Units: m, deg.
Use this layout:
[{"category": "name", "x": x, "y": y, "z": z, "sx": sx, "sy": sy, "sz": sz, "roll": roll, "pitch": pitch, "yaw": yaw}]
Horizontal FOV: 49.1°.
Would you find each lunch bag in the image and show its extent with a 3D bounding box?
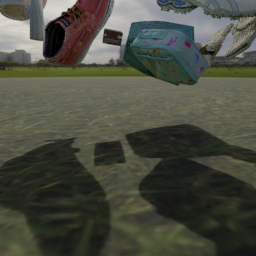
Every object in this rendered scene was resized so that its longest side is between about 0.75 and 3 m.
[{"category": "lunch bag", "x": 0.941, "y": -1.812, "z": 7.085, "sx": 1.519, "sy": 0.730, "sz": 1.894, "roll": 37, "pitch": -6, "yaw": -34}]

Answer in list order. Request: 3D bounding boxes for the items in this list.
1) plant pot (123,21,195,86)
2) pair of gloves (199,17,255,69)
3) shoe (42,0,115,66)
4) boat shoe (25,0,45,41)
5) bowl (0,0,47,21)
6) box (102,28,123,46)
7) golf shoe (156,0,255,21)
[{"category": "plant pot", "x": 1.068, "y": -2.922, "z": 10.435, "sx": 2.319, "sy": 1.638, "sz": 1.639, "roll": 12, "pitch": 54, "yaw": -6}, {"category": "pair of gloves", "x": 2.928, "y": -2.703, "z": 8.204, "sx": 2.310, "sy": 0.476, "sz": 2.717, "roll": -52, "pitch": 14, "yaw": -19}, {"category": "shoe", "x": -1.498, "y": -3.206, "z": 8.397, "sx": 1.058, "sy": 2.962, "sz": 1.347, "roll": 38, "pitch": 22, "yaw": 13}, {"category": "boat shoe", "x": -2.193, "y": -2.643, "z": 6.519, "sx": 0.410, "sy": 1.196, "sz": 0.431, "roll": -1, "pitch": 34, "yaw": -7}, {"category": "bowl", "x": -3.380, "y": -3.927, "z": 8.519, "sx": 2.049, "sy": 0.921, "sz": 2.049, "roll": -4, "pitch": -8, "yaw": -1}, {"category": "box", "x": -0.555, "y": -3.226, "z": 9.917, "sx": 0.658, "sy": 0.492, "sz": 1.313, "roll": 8, "pitch": 19, "yaw": -7}, {"category": "golf shoe", "x": 2.123, "y": -3.389, "z": 6.725, "sx": 2.863, "sy": 1.392, "sz": 1.121, "roll": 15, "pitch": 29, "yaw": 16}]
